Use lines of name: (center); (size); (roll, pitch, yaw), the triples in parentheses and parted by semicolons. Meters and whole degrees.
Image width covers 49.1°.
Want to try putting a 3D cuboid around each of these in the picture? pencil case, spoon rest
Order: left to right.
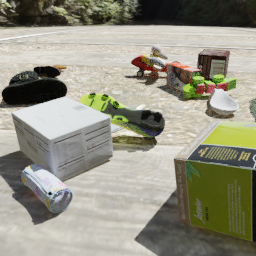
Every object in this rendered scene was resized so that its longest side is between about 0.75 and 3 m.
pencil case: (-1.513, 1.084, 5.151); (1.170, 0.486, 0.531); (24, -3, 44)
spoon rest: (3.185, -0.947, 9.644); (0.918, 0.560, 1.849); (1, 23, 2)

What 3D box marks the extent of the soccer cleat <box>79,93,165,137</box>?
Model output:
soccer cleat: (-0.181, -0.245, 7.320); (2.309, 0.966, 0.747); (16, 64, -3)

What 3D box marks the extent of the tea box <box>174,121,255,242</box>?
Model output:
tea box: (2.005, 0.755, 4.687); (1.839, 1.249, 1.870); (6, 23, 35)

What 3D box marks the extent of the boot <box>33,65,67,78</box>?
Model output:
boot: (-3.705, -2.949, 14.395); (1.588, 0.577, 1.686); (3, 16, 25)

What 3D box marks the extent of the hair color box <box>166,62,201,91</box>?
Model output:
hair color box: (2.284, -2.114, 11.742); (0.555, 0.962, 1.735); (-12, 26, -23)

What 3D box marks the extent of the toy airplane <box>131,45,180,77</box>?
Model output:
toy airplane: (1.482, -3.262, 13.630); (2.137, 1.515, 2.146); (-15, 28, -30)

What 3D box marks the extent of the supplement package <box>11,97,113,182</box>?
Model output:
supplement package: (-1.520, 0.155, 6.499); (1.500, 1.068, 1.926); (-22, 33, -36)

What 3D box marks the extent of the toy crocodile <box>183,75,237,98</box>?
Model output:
toy crocodile: (3.169, -1.576, 10.815); (2.238, 0.755, 0.691); (-6, 27, -9)

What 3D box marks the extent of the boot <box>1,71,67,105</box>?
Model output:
boot: (-3.484, -1.622, 10.706); (2.392, 0.900, 1.788); (-3, 24, -6)

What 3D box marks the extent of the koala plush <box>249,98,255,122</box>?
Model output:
koala plush: (3.065, 0.015, 6.112); (1.345, 1.517, 1.394); (2, 27, -8)

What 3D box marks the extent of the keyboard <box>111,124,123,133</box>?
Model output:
keyboard: (-0.291, -0.100, 8.348); (1.929, 0.103, 0.543); (-22, 27, -40)

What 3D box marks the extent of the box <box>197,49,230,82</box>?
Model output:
box: (4.010, -2.949, 13.205); (1.264, 1.278, 1.540); (10, 26, 21)
